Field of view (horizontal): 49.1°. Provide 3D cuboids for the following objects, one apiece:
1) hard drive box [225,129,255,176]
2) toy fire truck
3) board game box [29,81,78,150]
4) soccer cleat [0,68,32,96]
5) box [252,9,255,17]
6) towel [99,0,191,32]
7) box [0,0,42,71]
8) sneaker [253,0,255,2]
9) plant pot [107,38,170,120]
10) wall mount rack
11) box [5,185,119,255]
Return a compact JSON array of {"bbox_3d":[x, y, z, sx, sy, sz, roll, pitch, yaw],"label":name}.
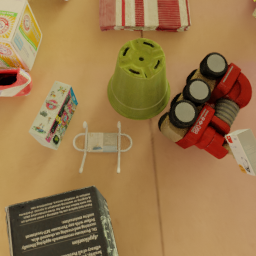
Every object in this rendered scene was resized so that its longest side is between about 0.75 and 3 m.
[{"bbox_3d":[2.322,0.463,5.510,0.323,0.655,0.840,-24,86,0],"label":"hard drive box"},{"bbox_3d":[2.661,-0.291,7.391,2.876,1.850,2.531,35,73,0],"label":"toy fire truck"},{"bbox_3d":[-1.951,-0.311,7.582,0.499,1.145,1.551,18,72,6],"label":"board game box"},{"bbox_3d":[-4.117,-1.197,7.946,2.716,1.039,0.906,-9,71,-4],"label":"soccer cleat"},{"bbox_3d":[4.722,-3.804,9.180,0.765,0.421,0.870,-40,76,-13],"label":"box"},{"bbox_3d":[0.527,-4.133,9.363,2.965,0.337,2.136,0,69,-2],"label":"towel"},{"bbox_3d":[-4.253,-2.870,8.229,2.852,1.604,1.445,10,72,2],"label":"box"},{"bbox_3d":[4.592,-4.734,9.437,1.530,0.691,0.598,-44,104,-34],"label":"sneaker"},{"bbox_3d":[0.326,-1.404,7.611,1.913,1.817,1.913,0,72,0],"label":"plant pot"},{"bbox_3d":[-0.719,0.549,7.560,1.675,0.625,1.456,0,71,1],"label":"wall mount rack"},{"bbox_3d":[-1.027,2.801,5.656,1.683,2.715,2.669,-12,71,-4],"label":"box"}]
